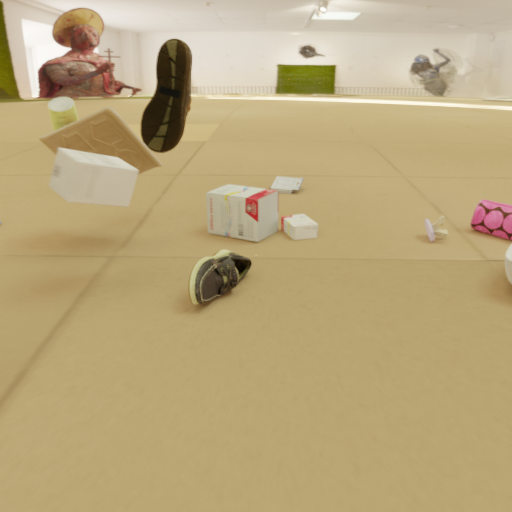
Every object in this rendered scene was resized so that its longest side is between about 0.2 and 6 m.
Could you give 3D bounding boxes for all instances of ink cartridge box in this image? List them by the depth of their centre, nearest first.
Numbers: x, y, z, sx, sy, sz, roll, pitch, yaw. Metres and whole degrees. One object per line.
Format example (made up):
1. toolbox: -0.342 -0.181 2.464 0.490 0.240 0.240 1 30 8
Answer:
1. ink cartridge box: -0.323 -1.032 13.136 1.413 1.027 1.022 11 24 27
2. ink cartridge box: 1.009 -0.680 13.175 0.612 0.352 0.843 -7 22 -17
3. ink cartridge box: 0.954 -2.148 17.050 0.878 0.178 0.877 6 33 15

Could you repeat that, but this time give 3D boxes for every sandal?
1. sandal: -2.016 -3.752 13.330 1.125 2.754 0.752 21 28 14

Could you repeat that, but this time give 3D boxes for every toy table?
1. toy table: 4.114 -0.620 12.777 0.388 0.610 0.663 -12 45 10

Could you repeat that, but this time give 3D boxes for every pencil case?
1. pencil case: 5.840 -0.815 12.841 0.803 0.829 1.769 -34 35 -32

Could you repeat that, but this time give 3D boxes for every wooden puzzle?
1. wooden puzzle: -3.268 -2.299 11.947 1.968 1.823 0.456 -14 53 21

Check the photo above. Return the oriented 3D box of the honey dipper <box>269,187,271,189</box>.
1. honey dipper: 0.750 -2.156 17.349 0.786 0.149 0.149 -15 25 -26

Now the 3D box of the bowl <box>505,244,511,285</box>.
1. bowl: 5.612 0.310 10.040 2.037 0.761 2.040 15 25 34

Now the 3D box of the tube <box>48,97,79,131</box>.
1. tube: -4.073 -2.454 12.378 0.615 2.120 0.550 22 51 15

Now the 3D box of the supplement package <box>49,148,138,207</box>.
1. supplement package: -2.831 -1.355 9.813 0.729 0.738 1.218 33 20 37

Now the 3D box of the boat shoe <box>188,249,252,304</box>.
1. boat shoe: -0.616 0.320 10.069 0.636 0.718 1.961 1 20 18
